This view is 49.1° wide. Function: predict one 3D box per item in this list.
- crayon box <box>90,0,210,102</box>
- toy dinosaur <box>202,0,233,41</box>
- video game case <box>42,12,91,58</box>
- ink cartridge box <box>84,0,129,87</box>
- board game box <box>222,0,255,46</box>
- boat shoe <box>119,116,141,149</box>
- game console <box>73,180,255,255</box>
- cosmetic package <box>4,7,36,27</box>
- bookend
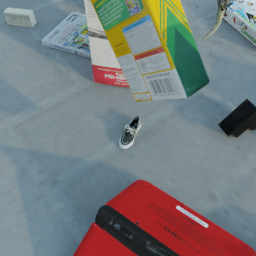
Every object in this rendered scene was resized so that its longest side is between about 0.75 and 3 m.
[{"bbox_3d":[0.190,-1.277,3.608,0.481,1.864,1.172,-34,19,-23],"label":"crayon box"},{"bbox_3d":[2.323,-3.077,6.650,0.467,1.969,0.868,16,8,-8],"label":"toy dinosaur"},{"bbox_3d":[-1.566,-3.211,9.503,1.855,0.224,2.035,18,52,14],"label":"video game case"},{"bbox_3d":[-0.202,-2.888,7.498,1.198,2.892,2.122,10,52,9],"label":"ink cartridge box"},{"bbox_3d":[4.610,-3.666,9.711,1.665,0.457,2.638,-17,53,-13],"label":"board game box"},{"bbox_3d":[0.070,0.079,6.755,0.345,0.319,0.933,25,55,19],"label":"boat shoe"},{"bbox_3d":[0.543,2.479,4.851,2.637,1.565,2.272,30,26,22],"label":"game console"},{"bbox_3d":[-3.807,-3.905,9.889,0.964,0.499,0.352,9,51,6],"label":"cosmetic package"},{"bbox_3d":[2.820,-0.150,6.809,0.900,0.895,0.415,17,33,-47],"label":"bookend"}]
